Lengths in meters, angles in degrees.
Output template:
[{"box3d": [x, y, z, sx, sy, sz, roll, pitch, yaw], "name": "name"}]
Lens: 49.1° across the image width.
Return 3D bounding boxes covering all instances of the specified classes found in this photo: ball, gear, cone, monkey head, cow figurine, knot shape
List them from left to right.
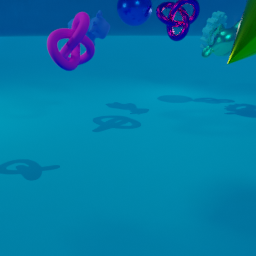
[{"box3d": [-1.556, -2.219, 7.644, 0.776, 1.679, 1.571, 26, 45, 11], "name": "knot shape"}, {"box3d": [-1.319, -3.264, 9.121, 1.500, 0.823, 1.476, 21, -13, 6], "name": "cow figurine"}, {"box3d": [0.239, -4.381, 10.188, 1.293, 1.293, 1.293, 0, 20, 0], "name": "ball"}, {"box3d": [1.874, -4.016, 9.981, 1.436, 1.534, 0.709, -30, 2, 16], "name": "knot shape"}, {"box3d": [2.817, -3.139, 9.215, 0.239, 1.290, 1.290, 32, 34, 28], "name": "gear"}, {"box3d": [2.961, -2.789, 8.669, 1.575, 1.133, 0.949, -37, -20, 28], "name": "monkey head"}, {"box3d": [1.763, -1.275, 3.870, 1.089, 1.085, 1.085, -46, 25, 2], "name": "cone"}]
